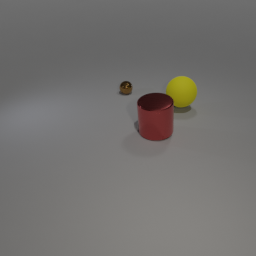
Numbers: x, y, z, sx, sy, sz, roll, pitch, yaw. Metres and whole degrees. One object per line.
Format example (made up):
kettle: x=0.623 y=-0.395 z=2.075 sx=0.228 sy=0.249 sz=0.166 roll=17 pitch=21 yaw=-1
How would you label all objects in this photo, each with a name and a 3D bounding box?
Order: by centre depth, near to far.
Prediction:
cylinder: x=1.086 y=-0.459 z=10.985 sx=1.400 sy=1.400 sz=1.400 roll=-4 pitch=35 yaw=3
ball: x=2.425 y=-1.643 z=12.732 sx=1.400 sy=1.400 sz=1.400 roll=0 pitch=30 yaw=0
ball: x=-0.103 y=-2.120 z=14.701 sx=0.700 sy=0.700 sz=0.700 roll=0 pitch=30 yaw=0
